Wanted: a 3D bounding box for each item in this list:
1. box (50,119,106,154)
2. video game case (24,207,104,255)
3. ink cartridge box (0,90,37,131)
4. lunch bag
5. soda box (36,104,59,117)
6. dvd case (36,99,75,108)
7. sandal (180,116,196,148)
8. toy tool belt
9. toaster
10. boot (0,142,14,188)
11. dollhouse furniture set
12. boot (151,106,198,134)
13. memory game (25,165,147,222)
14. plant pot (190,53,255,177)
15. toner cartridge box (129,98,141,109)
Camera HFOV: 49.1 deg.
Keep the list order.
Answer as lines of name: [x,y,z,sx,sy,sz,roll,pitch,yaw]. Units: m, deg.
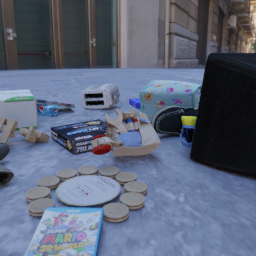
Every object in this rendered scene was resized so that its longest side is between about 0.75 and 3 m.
box: [-1.301,0.228,9.178,1.913,0.475,1.899,-10,17,-32]
video game case: [-0.926,1.674,4.161,0.992,0.123,1.386,0,23,2]
ink cartridge box: [-4.936,-0.801,11.481,2.108,1.194,2.876,-6,16,-21]
lunch bag: [2.009,-1.261,12.305,2.380,1.704,2.794,5,22,21]
soda box: [-3.895,-0.833,13.079,1.349,0.433,0.458,8,17,29]
dvd case: [-3.671,-1.192,13.736,1.912,0.210,1.396,8,1,-24]
sandal: [1.977,0.247,8.250,0.770,0.844,1.938,8,-8,33]
toy tool belt: [-0.151,0.073,7.583,2.054,1.262,1.283,2,-28,-36]
toaster: [-1.534,-1.634,14.584,2.091,1.188,1.351,1,17,15]
boot: [-3.154,0.864,6.617,1.589,0.577,1.445,4,28,41]
dollhouse furniture set: [-3.492,0.444,8.795,1.252,1.073,1.317,8,-17,27]
boot: [2.361,-0.127,9.374,2.713,0.979,2.049,-6,16,-31]
memory game: [-0.825,1.309,5.776,2.485,0.158,2.485,0,15,0]
plant pot: [3.581,-0.250,6.898,2.846,2.839,2.524,-11,25,-34]
toner cartridge box: [0.582,-1.338,15.155,0.675,0.307,1.421,-3,16,-16]
